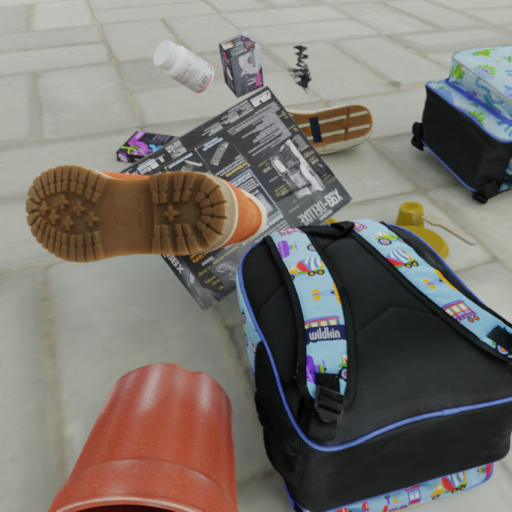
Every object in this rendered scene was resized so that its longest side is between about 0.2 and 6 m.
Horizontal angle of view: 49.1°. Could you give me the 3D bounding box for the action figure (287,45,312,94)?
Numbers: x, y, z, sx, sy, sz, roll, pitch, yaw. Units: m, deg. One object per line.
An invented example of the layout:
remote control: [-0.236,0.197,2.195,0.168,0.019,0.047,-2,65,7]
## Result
action figure: [0.793,-3.382,10.265,0.428,0.498,0.838,-4,79,5]

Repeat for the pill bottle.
pill bottle: [-1.037,-2.709,8.030,0.807,0.458,0.458,21,19,-44]

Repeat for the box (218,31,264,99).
box: [-0.273,-3.771,11.110,0.670,1.014,0.582,-27,61,-10]

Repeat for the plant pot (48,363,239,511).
plant pot: [-1.008,2.255,5.652,1.969,1.969,1.915,1,30,1]

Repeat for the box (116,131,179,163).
box: [-2.227,-2.400,12.634,1.516,0.274,1.083,10,40,11]

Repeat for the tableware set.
tableware set: [1.511,-0.040,9.482,3.751,0.576,2.527,-21,39,-21]

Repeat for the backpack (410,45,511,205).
backpack: [5.418,-2.918,11.614,3.232,2.375,2.958,-11,43,-19]

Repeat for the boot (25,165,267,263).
boot: [-1.452,-0.517,7.338,3.196,1.199,1.714,5,6,23]

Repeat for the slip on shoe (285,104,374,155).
slip on shoe: [1.037,-2.764,12.625,3.147,1.197,0.953,-9,-4,5]

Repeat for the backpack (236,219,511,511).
backpack: [1.218,1.065,6.733,2.956,2.178,3.238,-11,41,-14]

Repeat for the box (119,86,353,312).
box: [-0.294,-0.954,8.727,2.987,0.743,2.356,-37,90,-24]
